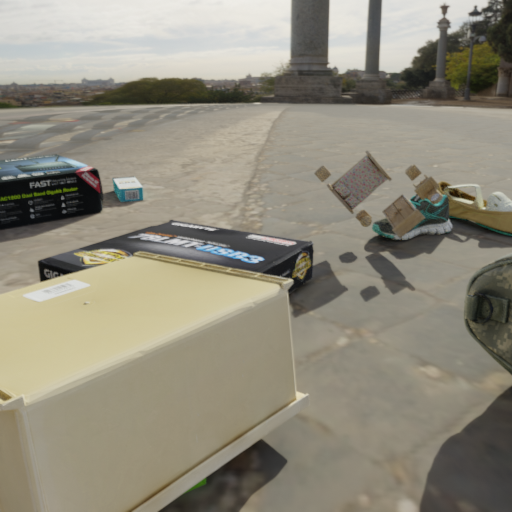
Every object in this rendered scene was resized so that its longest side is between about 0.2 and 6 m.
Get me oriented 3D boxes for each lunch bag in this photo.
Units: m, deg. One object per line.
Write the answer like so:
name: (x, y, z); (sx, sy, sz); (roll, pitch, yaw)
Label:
lunch bag: (4.090, 0.502, 6.449); (2.895, 2.017, 2.428); (-17, 29, -40)

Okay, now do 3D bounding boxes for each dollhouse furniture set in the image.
dollhouse furniture set: (2.424, -1.397, 10.943); (1.658, 1.945, 0.950); (-42, 23, 16)

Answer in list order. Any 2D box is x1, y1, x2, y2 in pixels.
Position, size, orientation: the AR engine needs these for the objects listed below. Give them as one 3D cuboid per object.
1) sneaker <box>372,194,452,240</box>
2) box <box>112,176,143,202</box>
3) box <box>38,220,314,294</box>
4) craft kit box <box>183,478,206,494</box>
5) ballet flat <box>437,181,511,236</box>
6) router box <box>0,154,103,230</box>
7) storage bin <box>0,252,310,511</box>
sneaker: (3.378, -0.907, 12.156); (2.034, 0.928, 0.789); (-11, 22, -26)
box: (-3.623, -1.891, 15.769); (0.644, 0.385, 1.565); (-7, 20, -18)
box: (-1.180, 0.248, 9.055); (3.209, 0.797, 3.185); (12, 23, 31)
craft kit box: (-1.554, 1.834, 5.233); (1.621, 0.398, 1.641); (-15, 24, -30)
ballet flat: (5.180, -1.137, 12.878); (0.963, 0.884, 2.805); (-13, 24, -33)
router box: (-6.055, -1.601, 13.787); (3.691, 1.147, 2.766); (-15, 24, -37)
storage bin: (-1.572, 1.069, 5.498); (2.945, 1.390, 2.966); (8, 20, 42)
